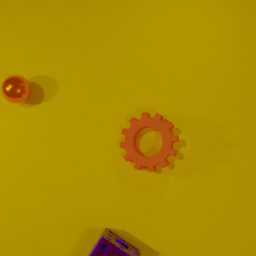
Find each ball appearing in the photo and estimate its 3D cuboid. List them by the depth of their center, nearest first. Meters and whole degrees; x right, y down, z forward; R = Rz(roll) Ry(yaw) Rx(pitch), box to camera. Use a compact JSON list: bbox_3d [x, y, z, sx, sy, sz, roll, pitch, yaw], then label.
[{"bbox_3d":[-3.254,-1.127,8.170,0.829,0.829,0.829,0,80,0],"label":"ball"}]

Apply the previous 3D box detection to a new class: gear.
[{"bbox_3d":[0.589,0.395,7.915,1.644,0.304,1.644,-2,84,20],"label":"gear"}]

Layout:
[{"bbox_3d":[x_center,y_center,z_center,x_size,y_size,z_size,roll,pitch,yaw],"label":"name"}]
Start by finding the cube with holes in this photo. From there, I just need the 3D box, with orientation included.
[{"bbox_3d":[-0.454,3.491,7.226,1.146,1.146,1.146,32,82,5],"label":"cube with holes"}]
